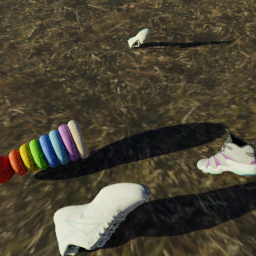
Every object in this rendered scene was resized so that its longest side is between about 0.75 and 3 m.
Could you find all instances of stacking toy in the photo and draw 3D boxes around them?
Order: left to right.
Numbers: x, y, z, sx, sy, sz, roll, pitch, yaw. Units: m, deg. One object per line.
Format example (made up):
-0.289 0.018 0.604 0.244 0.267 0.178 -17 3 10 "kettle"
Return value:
-2.008 0.621 6.199 2.172 0.927 0.927 -22 47 -12 "stacking toy"

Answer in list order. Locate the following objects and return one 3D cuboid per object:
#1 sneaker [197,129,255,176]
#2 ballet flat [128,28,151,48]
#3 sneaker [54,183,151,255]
2.073 0.480 5.962 1.349 0.944 0.524 -4 10 40 "sneaker"
0.456 -3.275 10.386 0.438 0.438 1.260 -34 13 -31 "ballet flat"
-0.438 1.622 4.927 2.114 0.743 0.847 -32 50 24 "sneaker"
